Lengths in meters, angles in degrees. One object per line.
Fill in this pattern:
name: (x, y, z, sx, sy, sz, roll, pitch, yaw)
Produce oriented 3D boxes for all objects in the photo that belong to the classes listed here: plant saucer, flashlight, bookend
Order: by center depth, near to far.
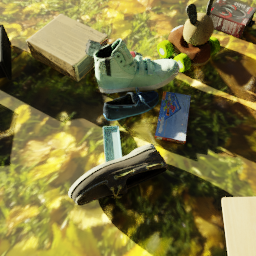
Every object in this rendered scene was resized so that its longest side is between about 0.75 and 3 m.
plant saucer: (-0.489, 0.562, 8.822, 0.528, 0.143, 1.510, -5, 51, -4)
flashlight: (-0.514, -2.686, 10.228, 2.086, 0.706, 0.709, 12, 69, -22)
bookend: (-5.613, -2.719, 10.557, 2.132, 0.982, 2.119, -11, 57, -7)

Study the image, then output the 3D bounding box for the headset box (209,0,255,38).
headset box: (4.485, -4.759, 12.066, 1.895, 0.711, 1.409, 29, 61, 18)

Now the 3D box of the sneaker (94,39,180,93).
sneaker: (0.324, -2.193, 9.482, 2.993, 1.766, 1.102, -12, 52, -1)

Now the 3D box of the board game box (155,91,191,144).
board game box: (1.543, -0.401, 9.493, 0.995, 0.188, 1.932, 11, 57, 6)

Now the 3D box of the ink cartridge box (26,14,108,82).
ink cartridge box: (-2.289, -3.166, 10.881, 2.449, 0.920, 2.017, 30, 61, 19)

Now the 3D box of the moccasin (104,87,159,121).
moccasin: (0.165, -0.843, 9.379, 2.042, 0.696, 0.822, -25, 44, -20)

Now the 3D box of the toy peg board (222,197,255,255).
toy peg board: (3.458, 2.804, 7.097, 1.869, 0.918, 1.877, -6, 54, 15)

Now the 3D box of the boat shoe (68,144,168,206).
boat shoe: (-0.211, 1.407, 7.787, 2.868, 1.022, 0.864, -26, 56, -19)

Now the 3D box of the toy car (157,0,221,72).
toy car: (2.395, -3.651, 10.311, 1.976, 2.406, 1.898, -33, 62, -20)
